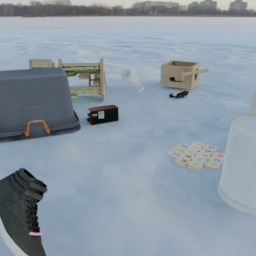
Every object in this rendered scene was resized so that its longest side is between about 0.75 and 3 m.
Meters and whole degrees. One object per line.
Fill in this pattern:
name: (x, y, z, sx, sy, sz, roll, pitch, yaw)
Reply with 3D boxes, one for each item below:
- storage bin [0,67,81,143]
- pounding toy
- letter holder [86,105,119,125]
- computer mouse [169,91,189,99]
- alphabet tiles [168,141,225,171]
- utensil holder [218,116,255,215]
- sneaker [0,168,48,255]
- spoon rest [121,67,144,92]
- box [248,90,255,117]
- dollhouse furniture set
storage bin: (-2.820, -0.764, 8.277, 2.635, 1.770, 1.918, -9, 25, -17)
pounding toy: (2.487, -2.204, 12.366, 2.062, 1.074, 2.347, 11, 26, 24)
letter holder: (-0.870, -0.488, 9.238, 0.952, 0.479, 0.676, -10, 24, -22)
computer mouse: (2.094, -1.354, 11.593, 0.824, 0.190, 0.578, -26, 32, -34)
alphabet tiles: (1.735, 0.669, 7.077, 1.285, 0.096, 1.314, 15, 28, 31)
utensil holder: (2.460, 0.677, 5.336, 1.268, 1.493, 1.268, -1, 24, 0)
sneaker: (-1.436, 1.208, 4.063, 0.763, 0.544, 1.539, -41, 64, -7)
spoon rest: (0.230, -2.064, 12.163, 1.383, 0.687, 0.419, 52, 10, 21)
box: (4.731, -0.186, 7.442, 1.577, 1.344, 2.467, -13, 27, -28)
dollhouse furniture set: (-2.357, -1.828, 11.795, 2.811, 1.563, 2.486, -1, -1, -2)
